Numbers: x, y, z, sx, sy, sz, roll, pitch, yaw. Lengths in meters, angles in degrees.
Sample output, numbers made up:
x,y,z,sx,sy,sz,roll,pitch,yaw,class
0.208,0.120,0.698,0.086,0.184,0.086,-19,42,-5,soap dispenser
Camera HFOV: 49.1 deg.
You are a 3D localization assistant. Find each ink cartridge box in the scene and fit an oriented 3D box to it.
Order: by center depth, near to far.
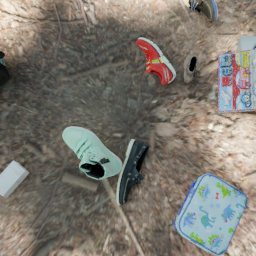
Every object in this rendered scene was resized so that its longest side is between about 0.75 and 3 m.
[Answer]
x,y,z,sx,sy,sz,roll,pitch,yaw,class
5.194,-2.598,10.397,1.956,0.426,1.697,-2,70,-1,ink cartridge box

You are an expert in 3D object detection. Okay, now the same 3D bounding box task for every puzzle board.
x,y,z,sx,sy,sz,roll,pitch,yaw,class
4.083,-1.699,9.800,1.796,0.207,2.383,-3,70,27,puzzle board

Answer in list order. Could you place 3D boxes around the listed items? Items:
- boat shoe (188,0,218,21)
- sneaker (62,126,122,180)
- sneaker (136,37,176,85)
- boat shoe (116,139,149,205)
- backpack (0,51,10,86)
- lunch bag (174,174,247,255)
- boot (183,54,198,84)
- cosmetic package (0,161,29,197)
x,y,z,sx,sy,sz,roll,pitch,yaw,class
2.789,-4.980,11.051,0.819,0.817,2.262,-19,63,-1,boat shoe
-1.179,0.633,7.721,2.056,1.213,0.757,34,104,14,sneaker
0.891,-2.343,9.881,0.811,0.735,1.910,-41,95,0,sneaker
0.206,1.410,8.865,0.714,0.805,2.153,9,62,16,boat shoe
-5.624,-2.555,9.601,2.442,1.853,2.927,-24,78,-16,backpack
2.451,2.527,8.454,1.668,0.856,2.075,29,74,8,lunch bag
2.258,-2.255,9.967,0.482,1.004,1.373,9,72,3,boot
-3.779,1.638,8.989,0.582,0.419,1.032,38,77,12,cosmetic package
